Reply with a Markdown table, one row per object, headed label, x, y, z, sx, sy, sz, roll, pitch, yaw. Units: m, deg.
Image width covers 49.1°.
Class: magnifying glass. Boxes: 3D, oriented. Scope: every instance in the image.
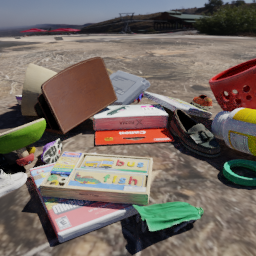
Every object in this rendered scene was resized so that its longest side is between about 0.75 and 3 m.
| label | x | y | z | sx | sy | sz | roll | pitch | yaw |
| --- | --- | --- | --- | --- | --- | --- | --- | --- | --- |
| magnifying glass | 4.047 | 1.200 | 8.017 | 2.680 | 0.300 | 1.067 | -1 | 23 | -8 |

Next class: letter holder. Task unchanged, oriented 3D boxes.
| label | x | y | z | sx | sy | sz | roll | pitch | yaw |
| --- | --- | --- | --- | --- | --- | --- | --- | --- | --- |
| letter holder | -2.115 | -1.375 | 10.722 | 1.432 | 2.024 | 2.848 | 7 | 35 | 46 |

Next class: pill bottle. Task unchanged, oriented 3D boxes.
| label | x | y | z | sx | sy | sz | roll | pitch | yaw |
| --- | --- | --- | --- | --- | --- | --- | --- | --- | --- |
| pill bottle | 4.020 | 0.141 | 8.812 | 1.419 | 1.419 | 2.721 | -14 | 19 | -30 |

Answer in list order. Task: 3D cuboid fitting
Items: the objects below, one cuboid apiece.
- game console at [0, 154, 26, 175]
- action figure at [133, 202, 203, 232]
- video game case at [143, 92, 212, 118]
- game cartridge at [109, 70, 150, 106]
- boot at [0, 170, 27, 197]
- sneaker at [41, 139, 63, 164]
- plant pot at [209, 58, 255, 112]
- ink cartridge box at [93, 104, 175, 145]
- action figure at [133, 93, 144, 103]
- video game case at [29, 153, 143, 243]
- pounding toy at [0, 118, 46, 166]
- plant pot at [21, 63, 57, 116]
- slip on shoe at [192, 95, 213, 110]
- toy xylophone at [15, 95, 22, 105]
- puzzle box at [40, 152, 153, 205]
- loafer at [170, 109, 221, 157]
| label | x | y | z | sx | sy | sz | roll | pitch | yaw |
| --- | --- | --- | --- | --- | --- | --- | --- | --- | --- |
| game console | -3.697 | 1.113 | 8.379 | 0.846 | 0.173 | 1.434 | -17 | 30 | -34 |
| action figure | 0.992 | 1.936 | 6.167 | 1.591 | 0.435 | 0.940 | -1 | 21 | -20 |
| video game case | 2.144 | -1.023 | 12.351 | 2.160 | 0.262 | 2.372 | 7 | 16 | -34 |
| game cartridge | -0.424 | -1.852 | 13.593 | 1.932 | 0.587 | 2.898 | -40 | 35 | -12 |
| boot | -3.197 | 1.341 | 7.307 | 0.461 | 0.599 | 1.254 | 14 | 27 | 28 |
| sneaker | -2.486 | 0.794 | 8.879 | 0.564 | 0.545 | 1.351 | -14 | 14 | 6 |
| plant pot | 4.634 | -1.324 | 10.852 | 2.418 | 2.202 | 2.418 | -24 | 13 | 6 |
| ink cartridge box | 0.119 | -0.217 | 10.841 | 2.915 | 0.635 | 2.530 | -3 | 22 | -6 |
| action figure | 0.583 | -1.660 | 14.559 | 0.439 | 0.346 | 1.340 | 3 | 21 | 13 |
| video game case | -1.204 | 1.561 | 7.247 | 2.048 | 0.250 | 2.865 | -13 | 26 | -27 |
| pounding toy | -3.460 | 0.613 | 8.570 | 2.391 | 1.110 | 1.846 | -18 | 9 | 21 |
| plant pot | -3.171 | -1.475 | 12.203 | 2.383 | 2.232 | 2.232 | 9 | 22 | -11 |
| slip on shoe | 3.531 | -1.295 | 13.226 | 0.706 | 0.583 | 1.907 | 1 | 13 | -2 |
| toy xylophone | -4.445 | -1.607 | 14.090 | 1.651 | 0.567 | 2.255 | 5 | 24 | 9 |
| puzzle box | -0.694 | 1.225 | 7.273 | 2.621 | 0.333 | 1.744 | 3 | 23 | 6 |
| loafer | 2.248 | 0.107 | 9.826 | 0.956 | 0.837 | 2.662 | -9 | 25 | -20 |
